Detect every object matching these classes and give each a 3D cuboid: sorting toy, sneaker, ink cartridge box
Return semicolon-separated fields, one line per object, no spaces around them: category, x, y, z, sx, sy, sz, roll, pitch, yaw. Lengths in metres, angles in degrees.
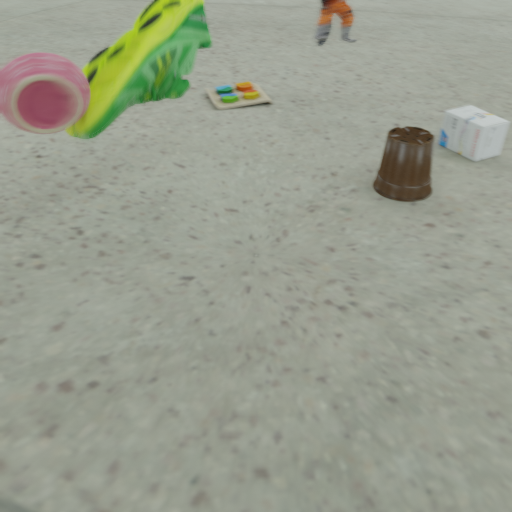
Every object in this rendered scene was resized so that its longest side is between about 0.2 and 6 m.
sorting toy;-0.514;-4.582;15.848;1.648;0.301;1.525;-9;36;-13
sneaker;-1.837;-3.149;9.662;1.300;1.467;3.511;17;60;41
ink cartridge box;4.950;-2.805;12.798;0.837;0.852;1.157;-17;39;-23

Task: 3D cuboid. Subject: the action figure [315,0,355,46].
action figure;0.844;-3.308;7.202;1.104;1.068;0.577;-10;10;-26

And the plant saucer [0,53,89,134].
plant saucer;-3.087;-2.282;8.160;1.327;1.327;0.336;-14;53;-19

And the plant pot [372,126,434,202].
plant pot;3.001;-1.868;11.169;1.197;1.185;1.197;0;36;0
